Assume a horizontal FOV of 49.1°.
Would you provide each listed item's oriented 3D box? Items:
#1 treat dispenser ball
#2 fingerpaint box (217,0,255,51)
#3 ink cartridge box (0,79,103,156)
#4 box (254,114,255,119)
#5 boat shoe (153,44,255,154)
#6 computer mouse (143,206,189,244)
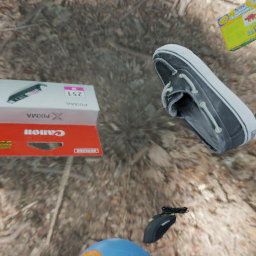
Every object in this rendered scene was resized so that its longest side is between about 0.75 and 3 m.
[{"bbox_3d":[-0.230,2.903,4.986,1.745,1.745,1.745,0,75,0],"label":"treat dispenser ball"},{"bbox_3d":[2.285,-2.018,5.479,0.313,0.854,0.712,-14,85,-40],"label":"fingerpaint box"},{"bbox_3d":[-1.625,-0.249,5.480,2.153,0.469,1.869,1,37,-18],"label":"ink cartridge box"},{"bbox_3d":[3.952,0.096,6.497,1.489,1.819,0.783,28,104,-1],"label":"box"},{"bbox_3d":[1.147,-0.642,5.552,0.978,1.035,2.884,-24,56,-16],"label":"boat shoe"},{"bbox_3d":[0.507,1.575,4.778,0.997,0.700,0.230,-27,92,-36],"label":"computer mouse"}]
